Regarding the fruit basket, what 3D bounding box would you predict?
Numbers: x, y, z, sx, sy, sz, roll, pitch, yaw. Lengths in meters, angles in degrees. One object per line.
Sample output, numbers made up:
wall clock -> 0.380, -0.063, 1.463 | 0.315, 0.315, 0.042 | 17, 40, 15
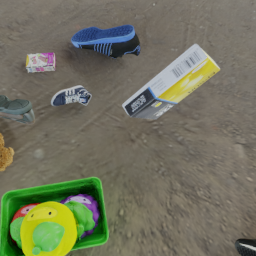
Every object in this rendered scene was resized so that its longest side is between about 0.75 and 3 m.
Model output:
fruit basket -> -1.678, 2.045, 6.184 | 2.556, 2.556, 1.843 | -9, 59, -5

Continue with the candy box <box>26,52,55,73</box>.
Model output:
candy box -> -3.137, -2.366, 10.098 | 0.975, 0.297, 0.665 | -6, 59, -3

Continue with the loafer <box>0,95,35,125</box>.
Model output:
loafer -> -3.668, -0.501, 8.455 | 2.170, 0.683, 0.780 | 11, 42, 32

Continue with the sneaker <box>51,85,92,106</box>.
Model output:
sneaker -> -1.727, -0.922, 8.799 | 0.694, 0.449, 1.280 | 35, 47, 29

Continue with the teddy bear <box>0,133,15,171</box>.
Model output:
teddy bear -> -4.055, 0.603, 8.159 | 1.119, 0.515, 1.544 | -34, 64, -17

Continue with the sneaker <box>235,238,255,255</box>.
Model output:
sneaker -> 3.438, 2.877, 6.775 | 1.711, 0.598, 0.770 | 16, 49, 7

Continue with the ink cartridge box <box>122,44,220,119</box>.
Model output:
ink cartridge box -> 1.281, -1.035, 7.344 | 2.261, 2.288, 0.538 | -39, 71, 23

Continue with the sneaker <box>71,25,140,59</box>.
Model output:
sneaker -> -0.825, -3.035, 10.225 | 2.716, 1.058, 0.952 | 9, 57, 30
